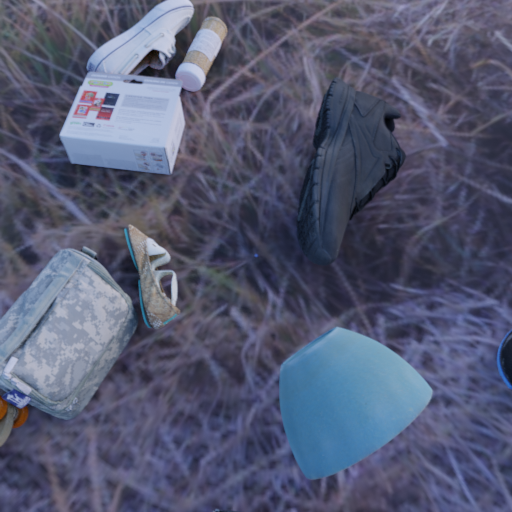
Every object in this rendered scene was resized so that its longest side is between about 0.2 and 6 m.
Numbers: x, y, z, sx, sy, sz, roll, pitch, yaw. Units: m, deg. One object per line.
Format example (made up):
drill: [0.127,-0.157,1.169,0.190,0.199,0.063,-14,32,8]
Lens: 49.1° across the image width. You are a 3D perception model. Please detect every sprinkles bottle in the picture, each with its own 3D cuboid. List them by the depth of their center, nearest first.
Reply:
sprinkles bottle: [-0.996,-3.734,10.330,0.507,0.507,1.487,16,64,8]

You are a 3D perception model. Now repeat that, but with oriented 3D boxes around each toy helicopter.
toy helicopter: [-3.825,2.091,7.364,1.467,0.579,0.970,24,74,24]

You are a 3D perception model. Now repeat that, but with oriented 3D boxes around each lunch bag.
lunch bag: [-2.569,0.992,7.208,1.368,1.647,1.963,26,65,13]

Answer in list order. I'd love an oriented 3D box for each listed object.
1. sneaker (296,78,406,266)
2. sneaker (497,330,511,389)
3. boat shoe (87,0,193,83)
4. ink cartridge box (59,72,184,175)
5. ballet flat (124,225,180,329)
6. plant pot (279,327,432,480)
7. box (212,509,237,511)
sneaker: [1.533,-1.331,8.733,1.510,1.263,3.327,16,66,-2]
sneaker: [4.375,0.919,7.513,2.847,1.180,1.009,-31,65,-15]
boat shoe: [-1.906,-3.804,10.243,0.840,0.853,2.406,46,66,-1]
ink cartridge box: [-2.151,-2.257,9.429,1.740,0.730,1.528,8,61,4]
ballet flat: [-1.481,0.238,8.178,0.564,0.609,1.727,-19,65,-1]
plant pot: [0.977,1.573,6.671,1.795,1.795,1.209,-32,83,-16]
box: [0.535,3.851,6.098,2.229,0.960,1.825,5,63,2]
